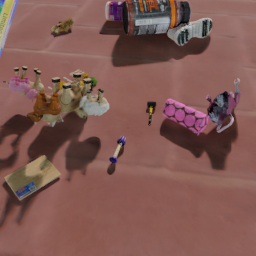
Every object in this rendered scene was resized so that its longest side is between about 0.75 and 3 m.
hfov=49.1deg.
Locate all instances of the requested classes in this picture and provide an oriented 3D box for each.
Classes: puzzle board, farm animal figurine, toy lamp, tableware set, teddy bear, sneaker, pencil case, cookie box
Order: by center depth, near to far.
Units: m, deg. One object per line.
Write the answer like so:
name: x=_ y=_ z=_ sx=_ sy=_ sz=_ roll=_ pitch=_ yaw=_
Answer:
cookie box: x=-3.849 y=-2.435 z=5.961 sx=2.388 sy=2.042 sz=0.897 roll=19 pitch=17 yaw=-24
puzzle board: x=-2.099 y=1.079 z=6.190 sx=0.992 sy=0.086 sz=0.748 roll=-32 pitch=53 yaw=-29
toy lamp: x=-0.235 y=0.499 z=6.716 sx=0.223 sy=0.223 sz=0.766 roll=13 pitch=46 yaw=14
pencil case: x=1.482 y=-0.307 z=7.375 sx=1.207 sy=0.565 sz=0.548 roll=31 pitch=15 yaw=31
farm animal figurine: x=-1.925 y=-0.749 z=7.456 sx=2.272 sy=1.198 sz=2.297 roll=-10 pitch=35 yaw=-28
tableware set: x=-1.663 y=-1.303 z=8.662 sx=0.952 sy=0.217 sz=1.413 roll=29 pitch=49 yaw=23
sneaker: x=2.480 y=-3.917 z=11.083 sx=2.073 sy=0.779 sz=0.840 roll=-24 pitch=40 yaw=-24
teddy bear: x=-2.718 y=-4.245 z=11.742 sx=0.723 sy=0.333 sz=0.997 roll=16 pitch=53 yaw=27

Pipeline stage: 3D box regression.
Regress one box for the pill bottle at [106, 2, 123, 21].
pill bottle: x=-0.259 y=-5.086 z=12.247 sx=1.375 sy=0.773 sz=0.773 roll=5 pitch=43 yaw=4

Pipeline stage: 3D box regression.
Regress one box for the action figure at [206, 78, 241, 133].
action figure: x=2.728 y=-0.642 z=7.538 sx=1.447 sy=0.969 sz=1.077 roll=-17 pitch=76 yaw=-51

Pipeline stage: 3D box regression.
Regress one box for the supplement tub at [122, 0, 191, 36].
supplement tub: x=1.128 y=-4.491 z=11.181 sx=2.580 sy=1.380 sz=1.380 roll=-8 pitch=44 yaw=-9

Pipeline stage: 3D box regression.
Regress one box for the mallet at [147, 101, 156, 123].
mallet: x=0.679 y=-0.448 z=7.781 sx=0.266 sy=0.166 sz=0.807 roll=-4 pitch=47 yaw=4
